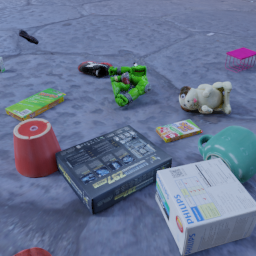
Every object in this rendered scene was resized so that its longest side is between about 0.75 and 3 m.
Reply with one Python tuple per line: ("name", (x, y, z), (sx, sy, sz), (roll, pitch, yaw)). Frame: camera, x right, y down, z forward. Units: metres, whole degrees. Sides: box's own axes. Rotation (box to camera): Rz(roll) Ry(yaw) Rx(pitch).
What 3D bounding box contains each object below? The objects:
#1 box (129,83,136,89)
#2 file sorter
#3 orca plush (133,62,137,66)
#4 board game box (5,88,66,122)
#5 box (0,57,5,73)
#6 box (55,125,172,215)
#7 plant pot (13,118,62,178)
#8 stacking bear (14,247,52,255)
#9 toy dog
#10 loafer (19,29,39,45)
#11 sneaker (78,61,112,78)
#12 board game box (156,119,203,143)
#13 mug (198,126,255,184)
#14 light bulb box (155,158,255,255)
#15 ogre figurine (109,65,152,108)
("box", (0.175, -2.284, 13.577), (1.086, 0.272, 1.095), (-15, 38, -19))
("file sorter", (6.016, -3.612, 14.952), (1.402, 0.879, 0.974), (-22, 41, -27))
("orca plush", (0.331, -3.254, 14.928), (0.333, 0.493, 0.936), (-29, 36, 13))
("board game box", (-3.770, -1.022, 11.701), (1.110, 0.348, 2.323), (23, 43, 28))
("box", (-6.963, -3.294, 14.622), (0.824, 0.727, 0.398), (3, 35, 6))
("box", (-0.428, 1.059, 8.336), (2.772, 0.707, 2.186), (-23, 40, -30))
("plant pot", (-2.791, 0.534, 8.564), (1.509, 1.335, 1.509), (0, 34, 0))
("stacking bear", (-1.318, 3.586, 3.996), (1.747, 1.636, 2.877), (-32, 53, -10))
("toy dog", (2.987, -1.282, 11.281), (1.852, 1.292, 1.796), (-7, 28, -7))
("loafer", (-4.345, -3.887, 12.203), (0.350, 0.975, 0.307), (-9, 65, 34))
("sneaker", (-1.697, -2.964, 14.206), (1.824, 0.645, 0.891), (4, 33, 3))
("board game box", (1.897, 0.079, 10.217), (1.596, 0.239, 0.762), (-12, 37, -21))
("mug", (2.839, 0.865, 8.082), (1.137, 1.511, 1.839), (-30, 2, -27))
("light bulb box", (1.812, 1.833, 6.843), (1.807, 1.128, 1.791), (-10, 36, -12))
("ogre figurine", (0.085, -2.006, 12.279), (1.631, 1.335, 2.720), (-14, 23, 1))
